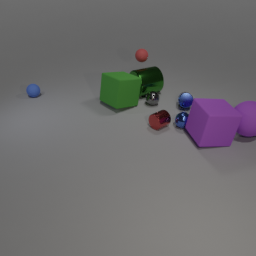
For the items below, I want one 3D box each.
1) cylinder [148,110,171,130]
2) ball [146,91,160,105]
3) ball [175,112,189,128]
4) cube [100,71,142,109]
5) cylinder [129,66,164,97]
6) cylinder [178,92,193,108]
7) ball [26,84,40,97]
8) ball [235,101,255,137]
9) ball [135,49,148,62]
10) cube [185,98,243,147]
[{"bbox_3d":[1.361,-0.358,12.027,0.700,0.700,0.700,-24,39,-34],"label":"cylinder"},{"bbox_3d":[1.219,-1.481,13.875,0.700,0.700,0.700,0,31,0],"label":"ball"},{"bbox_3d":[2.356,-0.338,11.979,0.700,0.700,0.700,0,31,0],"label":"ball"},{"bbox_3d":[-0.380,-1.874,13.605,1.400,1.400,1.400,-13,31,-40],"label":"cube"},{"bbox_3d":[0.937,-2.456,14.797,1.400,1.400,1.400,-16,35,-25],"label":"cylinder"},{"bbox_3d":[2.773,-1.369,13.520,0.700,0.700,0.700,4,12,6],"label":"cylinder"},{"bbox_3d":[-4.969,-1.970,14.691,0.700,0.700,0.700,0,31,0],"label":"ball"},{"bbox_3d":[4.746,-0.366,10.967,1.400,1.400,1.400,0,31,0],"label":"ball"},{"bbox_3d":[0.731,-3.860,14.904,0.700,0.700,0.700,0,31,0],"label":"ball"},{"bbox_3d":[3.284,-0.227,10.930,1.400,1.400,1.400,0,32,-16],"label":"cube"}]
